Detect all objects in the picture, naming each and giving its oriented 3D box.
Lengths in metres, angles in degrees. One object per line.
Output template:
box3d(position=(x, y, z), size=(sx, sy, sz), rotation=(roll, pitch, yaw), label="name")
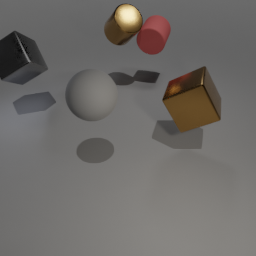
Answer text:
box3d(position=(-0.973, -0.876, 7.532), size=(1.400, 1.400, 1.400), rotation=(0, 33, 0), label="ball")
box3d(position=(-0.230, -4.715, 12.880), size=(1.400, 1.400, 1.400), rotation=(-17, 0, -25), label="cylinder")
box3d(position=(2.160, -0.940, 9.306), size=(1.400, 1.400, 1.400), rotation=(-20, 26, 30), label="cube")
box3d(position=(-4.318, -2.706, 11.078), size=(1.400, 1.400, 1.400), rotation=(-27, -4, 12), label="cube")
box3d(position=(1.270, -4.554, 13.713), size=(1.400, 1.400, 1.400), rotation=(10, 48, 15), label="cylinder")
